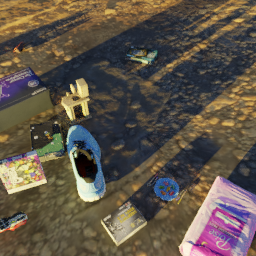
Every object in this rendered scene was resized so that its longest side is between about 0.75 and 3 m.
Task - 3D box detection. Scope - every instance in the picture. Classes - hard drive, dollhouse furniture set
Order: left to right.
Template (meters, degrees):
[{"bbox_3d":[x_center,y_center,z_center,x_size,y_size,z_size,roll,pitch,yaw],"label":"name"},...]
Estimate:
[{"bbox_3d":[-2.887,0.428,10.024,1.127,0.305,1.613,-13,50,-11],"label":"hard drive"},{"bbox_3d":[-2.187,-1.273,10.555,0.952,1.712,1.514,-23,54,-19],"label":"dollhouse furniture set"}]

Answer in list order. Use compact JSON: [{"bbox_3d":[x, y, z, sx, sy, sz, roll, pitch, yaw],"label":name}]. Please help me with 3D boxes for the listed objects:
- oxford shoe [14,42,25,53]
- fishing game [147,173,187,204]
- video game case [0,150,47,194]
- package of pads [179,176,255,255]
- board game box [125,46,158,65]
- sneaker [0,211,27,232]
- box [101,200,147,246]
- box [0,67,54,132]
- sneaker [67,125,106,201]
[{"bbox_3d":[-5.298,-3.975,13.876,0.310,0.304,0.855,29,46,-13],"label":"oxford shoe"},{"bbox_3d":[1.219,1.903,8.853,1.157,0.180,0.828,31,53,24],"label":"fishing game"},{"bbox_3d":[-3.173,1.335,8.396,1.177,1.299,0.233,-15,42,-15],"label":"video game case"},{"bbox_3d":[2.631,2.668,7.683,1.501,0.942,2.490,26,54,24],"label":"package of pads"},{"bbox_3d":[0.654,-3.505,13.470,1.416,0.199,0.958,14,51,11],"label":"board game box"},{"bbox_3d":[-3.296,2.709,7.745,1.019,0.433,0.392,-15,42,-27],"label":"sneaker"},{"bbox_3d":[-0.119,2.719,8.088,1.055,0.255,0.836,-29,55,-22],"label":"box"},{"bbox_3d":[-4.534,-1.104,10.891,2.618,1.032,1.847,-30,59,-24],"label":"box"},{"bbox_3d":[-1.346,0.860,9.021,1.093,1.254,2.789,-15,51,-13],"label":"sneaker"}]
